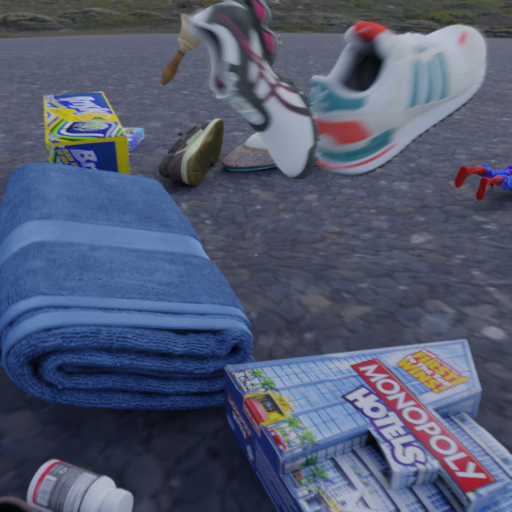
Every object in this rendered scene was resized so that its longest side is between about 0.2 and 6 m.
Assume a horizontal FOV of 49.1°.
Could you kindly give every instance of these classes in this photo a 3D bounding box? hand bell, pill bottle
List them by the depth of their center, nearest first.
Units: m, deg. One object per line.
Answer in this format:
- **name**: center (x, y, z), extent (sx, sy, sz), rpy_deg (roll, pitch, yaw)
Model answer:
- **pill bottle**: center (-1.435, 2.000, 4.611), extent (0.780, 0.432, 0.432), rpy_deg (10, 28, 19)
- **hand bell**: center (-1.410, -3.720, 10.378), extent (0.661, 1.270, 0.661), rpy_deg (30, 3, -2)

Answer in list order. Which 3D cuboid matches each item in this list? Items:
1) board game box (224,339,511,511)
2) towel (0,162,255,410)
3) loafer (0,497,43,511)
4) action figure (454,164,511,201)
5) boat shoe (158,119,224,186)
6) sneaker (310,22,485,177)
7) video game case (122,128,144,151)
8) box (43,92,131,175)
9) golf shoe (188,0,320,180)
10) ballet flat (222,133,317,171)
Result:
- **board game box**: center (1.296, 1.643, 4.948), extent (2.468, 0.762, 2.470), rpy_deg (-12, 29, -21)
- **towel**: center (-1.871, 0.148, 7.057), extent (2.601, 1.131, 4.659), rpy_deg (7, 24, -26)
- **loafer**: center (-0.894, 2.423, 3.270), extent (2.743, 0.864, 0.986), rpy_deg (20, 33, 34)
- **action figure**: center (5.207, -1.553, 11.500), extent (2.688, 0.695, 0.880), rpy_deg (-11, 34, -31)
- **boat shoe**: center (-1.446, -2.515, 12.955), extent (0.976, 1.061, 2.969), rpy_deg (9, 32, 6)
- **sneaker**: center (2.006, -2.585, 7.649), extent (3.392, 1.586, 1.194), rpy_deg (-40, 45, -19)
- **video game case**: center (-3.786, -3.147, 15.056), extent (1.237, 0.310, 1.365), rpy_deg (2, 27, 3)
- **box**: center (-3.676, -2.330, 11.975), extent (1.441, 1.570, 4.482), rpy_deg (-9, 28, -18)
- **golf shoe**: center (-0.026, -1.651, 5.814), extent (0.872, 1.980, 0.764), rpy_deg (-24, 2, -31)
- **ballet flat**: center (0.614, -2.642, 13.279), extent (2.937, 0.988, 1.000), rpy_deg (-7, 28, -13)
